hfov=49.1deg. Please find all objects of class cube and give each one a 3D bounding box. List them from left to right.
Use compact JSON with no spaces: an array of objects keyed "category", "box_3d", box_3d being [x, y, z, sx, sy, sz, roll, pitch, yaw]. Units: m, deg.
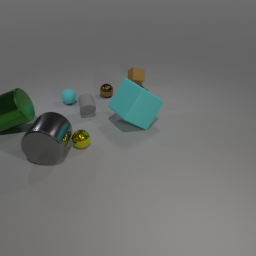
[{"category":"cube","box_3d":[0.318,-0.996,11.560,1.400,1.400,1.400,23,12,-43]},{"category":"cube","box_3d":[0.439,-2.841,15.203,0.700,0.700,0.700,3,-6,-26]}]

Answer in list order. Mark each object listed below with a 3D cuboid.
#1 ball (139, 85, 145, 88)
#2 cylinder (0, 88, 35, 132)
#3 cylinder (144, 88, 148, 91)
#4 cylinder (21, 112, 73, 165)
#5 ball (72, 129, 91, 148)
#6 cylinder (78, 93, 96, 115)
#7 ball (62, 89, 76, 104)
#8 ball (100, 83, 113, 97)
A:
[{"category":"ball","box_3d":[0.569,-1.785,14.013,0.700,0.700,0.700,0,31,0]},{"category":"cylinder","box_3d":[-4.721,-0.714,11.246,1.400,1.400,1.400,-21,31,8]},{"category":"cylinder","box_3d":[0.601,-1.451,13.106,0.700,0.700,0.700,2,-7,0]},{"category":"cylinder","box_3d":[-2.816,0.348,9.872,1.400,1.400,1.400,3,31,5]},{"category":"ball","box_3d":[-1.753,0.399,10.462,0.700,0.700,0.700,0,31,0]},{"category":"cylinder","box_3d":[-1.800,-1.047,12.345,0.700,0.700,0.700,-8,55,-13]},{"category":"ball","box_3d":[-2.848,-1.527,13.516,0.700,0.700,0.700,0,31,0]},{"category":"ball","box_3d":[-1.092,-1.920,14.285,0.700,0.700,0.700,0,31,0]}]
